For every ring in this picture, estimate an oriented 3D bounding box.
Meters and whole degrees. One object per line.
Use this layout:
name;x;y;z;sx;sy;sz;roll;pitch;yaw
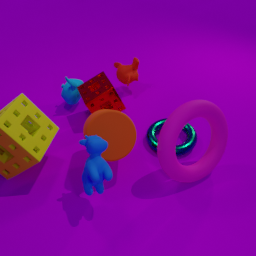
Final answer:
ring;1.608;0.345;6.791;2.082;2.082;0.416;-20;24;-23
ring;1.273;0.237;8.213;1.493;0.299;1.493;-2;42;2

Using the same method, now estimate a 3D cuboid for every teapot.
teapot;-1.912;-1.287;9.451;0.718;1.467;0.912;27;69;-2

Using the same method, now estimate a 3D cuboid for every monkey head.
monkey head;-0.008;-2.078;10.124;0.793;0.947;1.316;-10;50;-26

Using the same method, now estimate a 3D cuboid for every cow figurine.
cow figurine;-0.750;0.768;6.154;0.616;1.123;1.105;0;45;-31

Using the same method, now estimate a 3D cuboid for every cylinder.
cylinder;-0.499;0.140;7.088;1.213;1.213;1.213;-9;6;-11

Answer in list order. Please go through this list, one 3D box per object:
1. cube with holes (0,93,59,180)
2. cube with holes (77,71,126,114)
cube with holes;-2.825;0.225;7.005;1.294;1.294;1.294;-28;27;28
cube with holes;-0.845;-0.960;8.931;1.001;1.001;1.001;-31;46;0
